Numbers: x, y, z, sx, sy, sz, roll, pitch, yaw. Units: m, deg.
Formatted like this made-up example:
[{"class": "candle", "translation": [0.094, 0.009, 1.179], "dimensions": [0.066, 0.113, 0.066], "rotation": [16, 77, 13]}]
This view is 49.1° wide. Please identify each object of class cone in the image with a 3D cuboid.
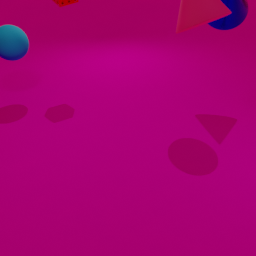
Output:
[{"class": "cone", "translation": [1.747, -3.447, 7.282], "dimensions": [1.475, 1.481, 1.475], "rotation": [-19, 13, 4]}, {"class": "cone", "translation": [3.040, -3.942, 8.418], "dimensions": [1.433, 1.433, 1.438], "rotation": [7, -5, 10]}]

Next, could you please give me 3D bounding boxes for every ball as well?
[{"class": "ball", "translation": [-3.965, -2.870, 9.467], "dimensions": [1.166, 1.166, 1.166], "rotation": [0, 34, 0]}]

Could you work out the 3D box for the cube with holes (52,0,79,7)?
[{"class": "cube with holes", "translation": [-2.165, -4.604, 9.320], "dimensions": [0.717, 0.717, 0.717], "rotation": [-29, 58, -24]}]
